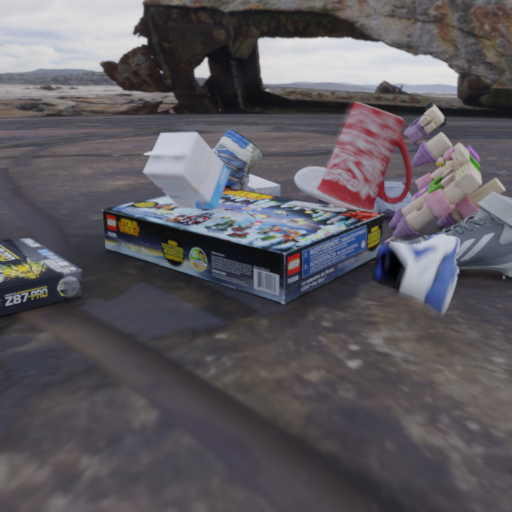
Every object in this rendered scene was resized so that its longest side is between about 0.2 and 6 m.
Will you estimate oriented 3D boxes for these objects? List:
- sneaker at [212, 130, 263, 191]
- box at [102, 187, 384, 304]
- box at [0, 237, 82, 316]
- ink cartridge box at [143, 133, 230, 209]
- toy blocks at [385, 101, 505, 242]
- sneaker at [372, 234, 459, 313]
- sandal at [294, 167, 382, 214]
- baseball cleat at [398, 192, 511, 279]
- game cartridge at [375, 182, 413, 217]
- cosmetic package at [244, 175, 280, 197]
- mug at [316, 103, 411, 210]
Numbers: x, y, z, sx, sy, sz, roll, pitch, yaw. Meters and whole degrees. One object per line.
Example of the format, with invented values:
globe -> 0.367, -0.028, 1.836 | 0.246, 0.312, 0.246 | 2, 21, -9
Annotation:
sneaker -> -0.953, -1.854, 13.506 | 1.288, 1.424, 3.342 | 38, -14, -1
box -> -0.303, -0.459, 10.495 | 4.417, 0.881, 3.024 | 14, 23, 37
box -> -3.916, 0.283, 8.660 | 1.666, 0.507, 2.067 | -10, 23, -41
ink cartridge box -> -1.182, -1.457, 9.394 | 0.830, 0.809, 1.291 | 6, -24, 31
toy blocks -> 3.458, -1.301, 11.351 | 2.123, 2.522, 2.357 | -38, 8, 31
sneaker -> 2.036, 0.048, 7.204 | 0.968, 0.677, 1.675 | 20, 25, 9
sandal -> 2.009, -1.473, 14.139 | 1.134, 0.685, 2.786 | -29, 43, -28
baseball cleat -> 3.438, -0.368, 9.305 | 2.706, 1.440, 0.944 | 1, 18, 2
game cartridge -> 3.273, -1.351, 13.345 | 1.361, 0.275, 0.908 | -6, 60, -43
cosmetic package -> -0.101, -1.841, 15.426 | 0.775, 0.475, 1.877 | -8, 20, -24
mug -> 1.948, -1.666, 9.579 | 1.408, 1.586, 1.058 | 13, 17, -18
